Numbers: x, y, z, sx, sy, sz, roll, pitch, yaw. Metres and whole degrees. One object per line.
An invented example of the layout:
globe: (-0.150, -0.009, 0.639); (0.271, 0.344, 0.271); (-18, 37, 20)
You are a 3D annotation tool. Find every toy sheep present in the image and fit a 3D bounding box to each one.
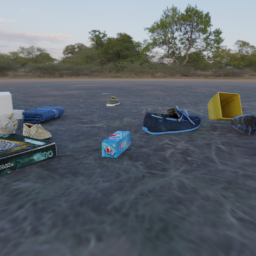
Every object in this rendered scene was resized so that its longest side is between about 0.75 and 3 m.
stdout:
toy sheep: (-3.471, -0.113, 7.994); (0.671, 0.671, 0.973); (-3, 6, -14)

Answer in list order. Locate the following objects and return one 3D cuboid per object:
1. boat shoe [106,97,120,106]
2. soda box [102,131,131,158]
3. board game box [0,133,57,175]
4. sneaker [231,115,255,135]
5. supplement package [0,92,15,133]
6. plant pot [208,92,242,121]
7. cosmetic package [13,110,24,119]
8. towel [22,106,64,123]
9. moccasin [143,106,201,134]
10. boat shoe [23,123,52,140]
boat shoe: (-0.913, -1.704, 17.615); (0.584, 0.488, 1.634); (4, 13, 16)
soda box: (-0.304, 0.434, 7.911); (0.417, 0.440, 1.299); (4, 13, 17)
board game box: (-3.650, 0.561, 7.391); (2.980, 0.420, 2.016); (8, 15, 34)
sneaker: (4.500, -0.118, 10.185); (1.919, 0.723, 0.753); (5, 3, -22)
supplement package: (-5.317, -0.493, 9.874); (2.320, 1.406, 1.389); (-6, 14, -25)
plant pot: (3.619, -0.720, 10.712); (1.009, 1.008, 0.890); (2, -14, -23)
cosmetic package: (-5.279, -0.640, 12.996); (0.947, 0.391, 0.240); (4, 10, 13)
towel: (-3.753, -0.604, 12.589); (1.133, 0.492, 2.029); (3, 12, 12)
moccasin: (1.739, -0.318, 10.348); (2.552, 0.870, 1.027); (-9, 15, -34)
boat shoe: (-3.103, 0.095, 9.455); (1.375, 0.447, 0.496); (10, 16, 39)
